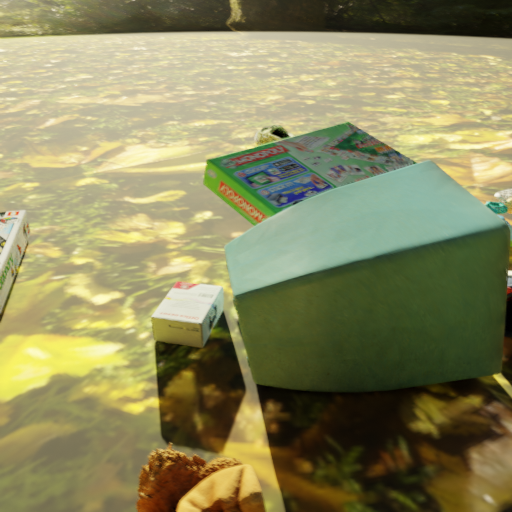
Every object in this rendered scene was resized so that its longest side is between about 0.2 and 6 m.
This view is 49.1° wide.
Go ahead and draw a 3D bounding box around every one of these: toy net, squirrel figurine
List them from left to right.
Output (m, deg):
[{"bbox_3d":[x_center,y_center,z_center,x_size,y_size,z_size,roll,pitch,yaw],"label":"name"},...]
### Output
[{"bbox_3d":[-0.664,2.468,5.030,1.512,1.146,1.620,-16,16,-8],"label":"squirrel figurine"},{"bbox_3d":[5.101,-0.921,11.925,1.419,0.522,2.705,19,31,37],"label":"toy net"}]

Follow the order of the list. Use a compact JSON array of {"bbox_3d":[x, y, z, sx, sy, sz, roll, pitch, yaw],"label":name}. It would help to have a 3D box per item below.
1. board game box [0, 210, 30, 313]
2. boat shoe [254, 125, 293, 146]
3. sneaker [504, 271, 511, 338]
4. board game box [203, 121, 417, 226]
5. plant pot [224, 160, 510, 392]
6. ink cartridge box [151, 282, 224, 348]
[{"bbox_3d":[-5.283,0.173,9.653,2.119,0.581,3.357,-6,28,-10],"label":"board game box"},{"bbox_3d":[0.650,-3.324,16.095,0.976,0.841,2.711,-8,29,-16],"label":"boat shoe"},{"bbox_3d":[4.511,0.739,8.144,2.917,1.093,1.233,-10,27,1],"label":"sneaker"},{"bbox_3d":[1.594,-1.581,12.072,4.570,0.665,3.075,-23,50,-37],"label":"board game box"},{"bbox_3d":[1.275,0.437,7.483,3.146,2.222,2.223,-13,31,-2],"label":"plant pot"},{"bbox_3d":[-1.017,0.867,8.482,0.785,0.446,1.077,7,28,12],"label":"ink cartridge box"}]
